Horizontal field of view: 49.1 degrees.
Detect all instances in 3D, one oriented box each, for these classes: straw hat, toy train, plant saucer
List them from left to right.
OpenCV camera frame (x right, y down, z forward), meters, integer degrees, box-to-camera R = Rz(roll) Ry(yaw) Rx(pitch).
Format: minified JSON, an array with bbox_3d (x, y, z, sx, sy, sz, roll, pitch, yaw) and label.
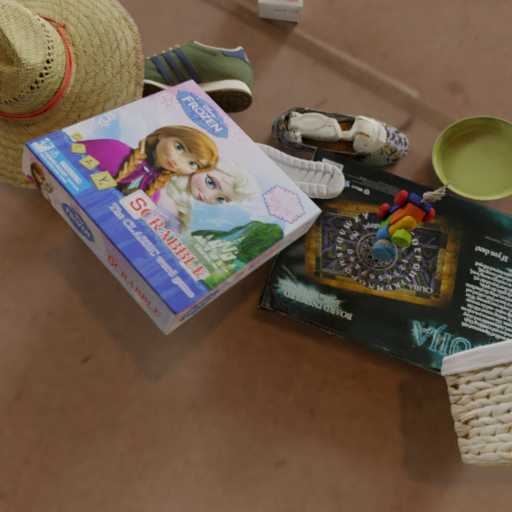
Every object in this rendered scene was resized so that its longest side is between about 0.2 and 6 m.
[{"bbox_3d":[-3.906,-3.134,8.801,3.988,1.688,3.988,-2,82,13],"label":"straw hat"},{"bbox_3d":[2.220,-0.495,8.126,0.607,1.434,0.830,31,65,-7],"label":"toy train"},{"bbox_3d":[3.820,-1.613,9.481,1.635,0.254,1.635,-4,67,10],"label":"plant saucer"}]

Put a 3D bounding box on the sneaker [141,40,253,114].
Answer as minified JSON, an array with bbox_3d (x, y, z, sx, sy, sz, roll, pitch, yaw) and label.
[{"bbox_3d":[-1.331,-3.159,9.710,2.607,0.874,1.170,3,69,2],"label":"sneaker"}]

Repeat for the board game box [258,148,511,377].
[{"bbox_3d":[2.464,0.255,9.090,4.216,0.594,2.851,20,79,4],"label":"board game box"}]

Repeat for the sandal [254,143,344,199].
[{"bbox_3d":[0.425,-1.245,9.019,1.941,0.477,0.790,15,72,1],"label":"sandal"}]

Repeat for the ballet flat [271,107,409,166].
[{"bbox_3d":[1.447,-2.035,9.441,2.399,0.863,0.863,8,79,1],"label":"ballet flat"}]

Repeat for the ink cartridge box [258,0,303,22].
[{"bbox_3d":[0.478,-4.899,10.190,0.802,0.461,1.105,7,79,1],"label":"ink cartridge box"}]

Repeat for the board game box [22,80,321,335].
[{"bbox_3d":[-1.031,-0.867,7.629,2.903,0.597,2.896,46,52,9],"label":"board game box"}]

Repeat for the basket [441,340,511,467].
[{"bbox_3d":[3.777,1.834,6.987,1.623,2.395,1.477,10,67,-26],"label":"basket"}]
